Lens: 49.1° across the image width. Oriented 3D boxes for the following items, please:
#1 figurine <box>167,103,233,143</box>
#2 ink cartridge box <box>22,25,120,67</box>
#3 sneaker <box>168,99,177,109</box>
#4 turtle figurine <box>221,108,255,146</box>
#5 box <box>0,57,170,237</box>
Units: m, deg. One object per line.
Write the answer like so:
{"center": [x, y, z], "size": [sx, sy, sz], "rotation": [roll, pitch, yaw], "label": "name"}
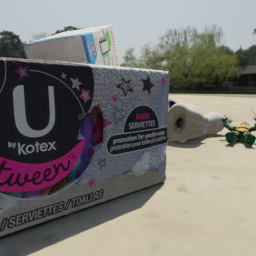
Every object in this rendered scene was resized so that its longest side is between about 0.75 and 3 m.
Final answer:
{"center": [1.566, -0.249, 8.195], "size": [2.308, 1.018, 2.365], "rotation": [-3, 9, -45], "label": "figurine"}
{"center": [-1.187, -1.551, 6.784], "size": [1.469, 1.476, 2.012], "rotation": [-4, 25, 16], "label": "ink cartridge box"}
{"center": [2.046, -1.354, 16.042], "size": [2.009, 0.757, 0.788], "rotation": [-6, 16, -26], "label": "sneaker"}
{"center": [2.920, 0.008, 7.130], "size": [1.023, 0.688, 1.367], "rotation": [-12, 17, 30], "label": "turtle figurine"}
{"center": [-1.089, -0.004, 3.680], "size": [2.970, 1.704, 1.963], "rotation": [-8, 12, -42], "label": "box"}
